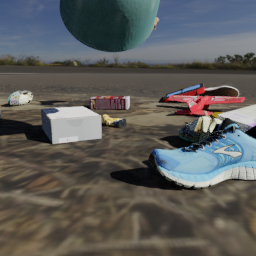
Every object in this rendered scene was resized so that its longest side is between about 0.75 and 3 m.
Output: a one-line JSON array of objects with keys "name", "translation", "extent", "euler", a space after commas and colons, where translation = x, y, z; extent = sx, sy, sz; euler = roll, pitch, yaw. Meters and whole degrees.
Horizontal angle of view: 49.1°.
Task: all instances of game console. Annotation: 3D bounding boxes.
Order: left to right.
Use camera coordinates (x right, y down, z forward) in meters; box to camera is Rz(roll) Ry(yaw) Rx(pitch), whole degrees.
[{"name": "game console", "translation": [2.658, -1.699, 13.355], "extent": [1.944, 0.341, 2.198], "euler": [-11, 10, 17]}]

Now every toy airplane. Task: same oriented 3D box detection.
[{"name": "toy airplane", "translation": [2.728, -0.870, 10.336], "extent": [2.928, 0.539, 2.928], "euler": [-2, 12, 0]}]

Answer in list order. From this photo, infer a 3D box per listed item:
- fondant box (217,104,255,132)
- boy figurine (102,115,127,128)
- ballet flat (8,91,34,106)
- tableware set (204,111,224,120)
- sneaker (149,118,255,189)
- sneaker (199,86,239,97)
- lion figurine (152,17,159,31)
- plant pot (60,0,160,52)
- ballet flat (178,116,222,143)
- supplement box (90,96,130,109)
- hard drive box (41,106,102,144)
[{"name": "fondant box", "translation": [3.086, -0.072, 6.467], "extent": [1.726, 0.503, 1.245], "euler": [-15, 26, -31]}, {"name": "boy figurine", "translation": [-0.416, -0.206, 8.121], "extent": [0.533, 0.276, 0.857], "euler": [-15, 22, -40]}, {"name": "ballet flat", "translation": [-4.534, -1.302, 12.125], "extent": [0.645, 0.645, 1.792], "euler": [0, 14, 1]}, {"name": "tableware set", "translation": [3.032, -0.071, 7.530], "extent": [1.992, 0.306, 1.342], "euler": [4, 23, 9]}, {"name": "sneaker", "translation": [1.326, 0.302, 4.389], "extent": [2.145, 0.965, 0.841], "euler": [-4, 14, -18]}, {"name": "sneaker", "translation": [4.536, -1.787, 13.943], "extent": [1.866, 0.679, 0.790], "euler": [4, 16, 22]}, {"name": "lion figurine", "translation": [0.659, -3.859, 9.397], "extent": [0.652, 1.102, 1.799], "euler": [-16, 13, 10]}, {"name": "plant pot", "translation": [-0.243, -2.551, 4.851], "extent": [1.903, 1.903, 1.527], "euler": [-3, -16, -12]}, {"name": "ballet flat", "translation": [1.736, 0.088, 5.983], "extent": [0.725, 0.725, 1.952], "euler": [-5, 14, -22]}, {"name": "supplement box", "translation": [-0.708, -1.015, 11.154], "extent": [1.498, 0.456, 0.815], "euler": [0, 13, 5]}, {"name": "hard drive box", "translation": [-1.473, -0.131, 7.071], "extent": [1.189, 0.586, 1.526], "euler": [-6, 14, -23]}]
